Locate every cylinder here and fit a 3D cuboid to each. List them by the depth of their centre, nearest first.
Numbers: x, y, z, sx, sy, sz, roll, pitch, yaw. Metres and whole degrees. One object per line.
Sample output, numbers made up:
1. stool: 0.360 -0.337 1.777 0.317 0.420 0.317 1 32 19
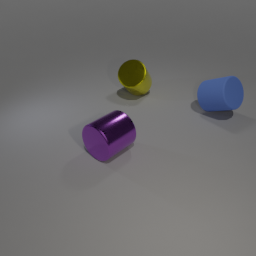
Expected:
1. cylinder: -0.664 0.253 9.938 1.400 1.400 1.400 26 41 34
2. cylinder: 3.971 -1.446 12.068 1.400 1.400 1.400 -24 13 -33
3. cylinder: 0.361 -2.439 13.725 1.400 1.400 1.400 12 -7 18
